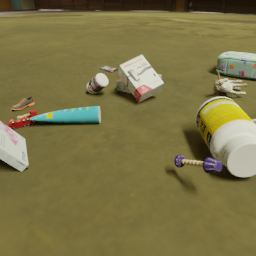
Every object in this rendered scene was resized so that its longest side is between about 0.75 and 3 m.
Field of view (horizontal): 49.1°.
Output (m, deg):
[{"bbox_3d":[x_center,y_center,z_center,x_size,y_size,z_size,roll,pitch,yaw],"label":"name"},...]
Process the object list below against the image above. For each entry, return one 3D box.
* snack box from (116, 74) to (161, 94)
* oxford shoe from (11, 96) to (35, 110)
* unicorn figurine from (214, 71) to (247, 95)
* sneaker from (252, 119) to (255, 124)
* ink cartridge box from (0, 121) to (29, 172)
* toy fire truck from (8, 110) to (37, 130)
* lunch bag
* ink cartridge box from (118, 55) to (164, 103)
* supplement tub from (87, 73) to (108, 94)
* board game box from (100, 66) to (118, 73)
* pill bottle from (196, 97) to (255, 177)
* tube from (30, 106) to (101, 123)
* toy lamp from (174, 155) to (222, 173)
[{"bbox_3d":[0.566,-2.281,13.982,1.450,0.540,2.039,18,33,30],"label":"snack box"},{"bbox_3d":[-4.484,-1.055,11.881,0.380,0.388,1.065,19,34,31],"label":"oxford shoe"},{"bbox_3d":[4.657,-1.970,13.057,1.567,0.843,2.282,5,0,4],"label":"unicorn figurine"},{"bbox_3d":[4.899,-0.156,10.215,1.353,0.509,0.549,-4,17,-13],"label":"sneaker"},{"bbox_3d":[-3.691,0.338,8.189,0.360,1.660,1.630,-42,35,3],"label":"ink cartridge box"},{"bbox_3d":[-3.979,-0.329,10.650,1.158,0.282,0.817,-15,32,-26],"label":"toy fire truck"},{"bbox_3d":[6.604,-3.587,15.831,2.828,1.090,2.268,15,29,26],"label":"lunch bag"},{"bbox_3d":[0.551,-2.212,12.439,1.282,0.746,1.760,-29,72,-18],"label":"ink cartridge box"},{"bbox_3d":[-1.425,-2.046,13.000,0.965,0.678,0.678,-28,3,45],"label":"supplement tub"},{"bbox_3d":[-1.146,-3.515,16.712,0.963,0.155,0.578,22,31,35],"label":"board game box"},{"bbox_3d":[3.055,0.211,8.372,1.492,1.492,2.682,-1,28,-2],"label":"pill bottle"},{"bbox_3d":[-2.317,-0.446,10.608,2.533,0.638,0.981,-3,5,1],"label":"tube"},{"bbox_3d":[1.750,0.899,7.036,0.402,0.402,1.382,-17,8,-28],"label":"toy lamp"}]
